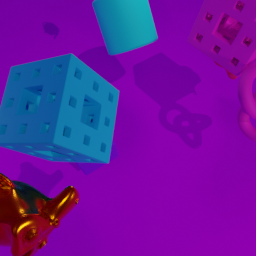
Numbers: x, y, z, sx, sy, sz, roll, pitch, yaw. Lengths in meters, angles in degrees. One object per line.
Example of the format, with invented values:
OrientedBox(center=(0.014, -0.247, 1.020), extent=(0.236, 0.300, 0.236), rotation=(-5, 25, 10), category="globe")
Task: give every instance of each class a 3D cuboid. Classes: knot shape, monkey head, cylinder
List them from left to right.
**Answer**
OrientedBox(center=(-1.299, 1.003, 3.606), extent=(0.978, 1.622, 1.167), rotation=(39, 65, 21), category="monkey head")
OrientedBox(center=(-0.057, -2.598, 6.821), extent=(1.287, 1.287, 1.287), rotation=(-17, 19, 6), category="cylinder")
OrientedBox(center=(2.578, -1.959, 7.654), extent=(0.828, 0.989, 1.375), rotation=(-37, 95, -33), category="monkey head")
OrientedBox(center=(2.906, -0.519, 5.444), extent=(1.504, 1.607, 0.743), rotation=(-16, 24, 10), category="knot shape")

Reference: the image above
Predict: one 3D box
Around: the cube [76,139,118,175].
OrientedBox(center=(-0.823, 0.367, 6.155), extent=(0.875, 0.875, 0.875), rotation=(-31, 69, -9), category="cube")

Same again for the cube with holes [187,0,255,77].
OrientedBox(center=(2.336, -2.147, 5.705), extent=(1.351, 1.351, 1.351), rotation=(-31, 64, -37), category="cube with holes")

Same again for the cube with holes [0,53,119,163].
OrientedBox(center=(-1.065, -0.201, 4.403), extent=(1.252, 1.252, 1.252), rotation=(-2, 71, 30), category="cube with holes")
